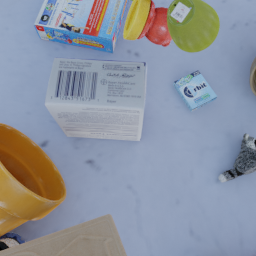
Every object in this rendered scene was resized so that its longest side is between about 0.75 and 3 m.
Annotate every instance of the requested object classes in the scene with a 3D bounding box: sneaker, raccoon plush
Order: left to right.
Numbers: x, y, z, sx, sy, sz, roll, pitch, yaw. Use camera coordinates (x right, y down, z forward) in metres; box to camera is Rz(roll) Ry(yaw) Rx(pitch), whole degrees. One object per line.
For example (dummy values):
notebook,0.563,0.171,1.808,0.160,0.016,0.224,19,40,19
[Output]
sneaker,-2.290,3.273,5.775,0.992,1.417,2.454,-41,75,-12
raccoon plush,2.834,0.715,7.170,1.365,0.661,0.915,-17,63,-6

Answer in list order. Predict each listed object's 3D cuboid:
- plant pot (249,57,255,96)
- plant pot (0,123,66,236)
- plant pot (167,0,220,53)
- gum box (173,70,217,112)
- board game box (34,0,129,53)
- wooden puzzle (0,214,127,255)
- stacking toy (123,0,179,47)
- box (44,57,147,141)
plant pot,4.411,-1.906,7.542,2.102,2.102,1.824,15,53,6
plant pot,-2.920,1.407,6.199,2.093,2.286,2.286,-41,74,3
plant pot,0.879,-1.554,4.062,0.767,0.819,0.767,2,94,26
gum box,1.906,-1.066,8.007,0.842,0.221,0.991,-27,72,-10
board game box,-1.333,-3.710,8.734,2.367,0.676,2.417,13,70,4
wooden puzzle,-1.115,2.559,4.249,2.450,2.645,0.612,-16,110,-12
stacking toy,0.867,-3.238,5.954,1.090,2.581,2.337,15,50,-16
box,-0.623,-0.579,6.747,2.048,2.227,1.168,4,70,1
